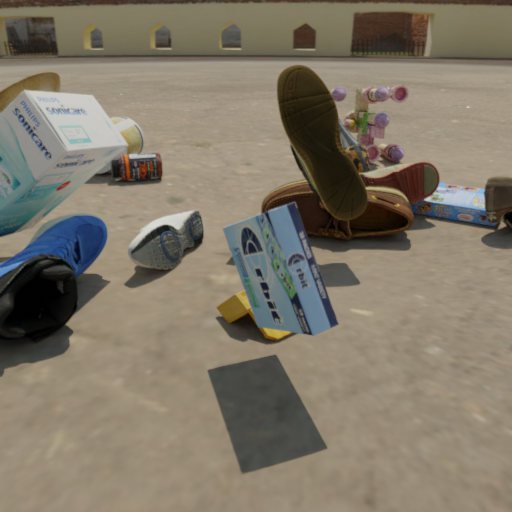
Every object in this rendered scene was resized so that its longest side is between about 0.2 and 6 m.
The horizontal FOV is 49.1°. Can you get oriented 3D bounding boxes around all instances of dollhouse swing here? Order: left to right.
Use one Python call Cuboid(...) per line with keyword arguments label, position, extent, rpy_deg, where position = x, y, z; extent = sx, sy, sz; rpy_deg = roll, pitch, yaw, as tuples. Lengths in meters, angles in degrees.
Cuboid(label="dollhouse swing", position=(0.120, 0.774, 7.401), extent=(0.866, 0.761, 0.787), rpy_deg=(-20, -11, -37))

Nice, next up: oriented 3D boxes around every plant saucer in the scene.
Cuboid(label="plant saucer", position=(-3.606, -2.240, 8.633), extent=(1.556, 0.275, 1.556), rpy_deg=(-36, 6, 4))

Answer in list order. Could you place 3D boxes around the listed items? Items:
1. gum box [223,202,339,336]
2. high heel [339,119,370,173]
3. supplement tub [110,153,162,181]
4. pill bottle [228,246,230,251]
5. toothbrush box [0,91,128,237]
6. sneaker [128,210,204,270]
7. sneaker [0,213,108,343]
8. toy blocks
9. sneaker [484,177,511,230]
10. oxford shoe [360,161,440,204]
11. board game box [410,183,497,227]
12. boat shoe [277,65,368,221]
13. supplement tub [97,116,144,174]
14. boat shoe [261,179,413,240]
Cuboid(label="gum box", position=(0.195, 0.168, 5.918), extent=(0.330, 1.257, 1.480), rpy_deg=(-21, 4, -21))
Cuboid(label="high heel", position=(1.851, -1.583, 11.191), extent=(0.715, 2.002, 1.427), rpy_deg=(-21, 52, -4))
Cuboid(label="supplement tub", position=(-2.877, -2.127, 13.468), extent=(1.187, 0.635, 0.635), rpy_deg=(-7, 25, -15))
Cuboid(label="pill bottle", position=(0.084, -0.219, 9.123), extent=(0.994, 0.595, 0.595), rpy_deg=(8, 25, 17))
Cuboid(label="toothbrush box", position=(-3.338, -1.283, 8.220), extent=(2.374, 1.012, 1.738), rpy_deg=(-36, 3, 18))
Cuboid(label="sneaker", position=(-1.582, -0.241, 9.252), extent=(0.860, 0.735, 1.974), rpy_deg=(-3, 14, 20))
Cuboid(label="sneaker", position=(-2.643, 0.243, 7.451), extent=(1.493, 1.030, 2.683), rpy_deg=(8, 28, 32))
Cuboid(label="toy blocks", position=(2.948, -3.455, 14.717), extent=(2.196, 2.052, 1.848), rpy_deg=(-2, 18, -11))
Cuboid(label="sneaker", position=(4.997, -0.833, 10.483), extent=(2.258, 0.853, 0.795), rpy_deg=(12, -1, -30))
Cuboid(label="oxford shoe", position=(2.160, -1.183, 10.961), extent=(2.685, 0.950, 0.991), rpy_deg=(-13, 12, -7))
Cuboid(label="board game box", position=(4.052, -1.114, 11.476), extent=(1.883, 0.345, 1.425), rpy_deg=(12, 27, 28))
Cuboid(label="boat shoe", position=(0.938, -1.711, 8.862), extent=(0.937, 2.559, 0.829), rpy_deg=(-19, -4, -7))
Cuboid(label="supplement tub", position=(-3.716, -2.829, 14.312), extent=(1.224, 1.224, 1.695), rpy_deg=(5, 25, 11))
Cuboid(label="boat shoe", position=(1.453, -0.789, 9.950), extent=(2.721, 0.979, 0.919), rpy_deg=(2, 23, -1))
